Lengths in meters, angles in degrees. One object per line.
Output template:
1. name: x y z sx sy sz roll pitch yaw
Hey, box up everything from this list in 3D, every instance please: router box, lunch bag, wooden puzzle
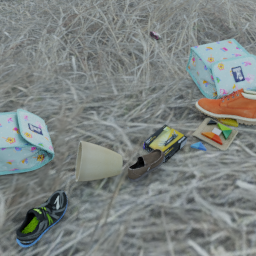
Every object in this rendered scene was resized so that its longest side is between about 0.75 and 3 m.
1. router box: 1.415 0.559 10.669 1.092 0.363 1.389 32 52 29
2. lunch bag: 4.503 -2.632 13.024 2.536 1.815 2.977 -14 50 -13
3. wooden puzzle: 3.506 0.166 11.168 1.551 0.269 2.299 21 48 21
4. lunch bag: -4.039 0.444 9.989 2.534 1.545 2.159 -7 39 -25

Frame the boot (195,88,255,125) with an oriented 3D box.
1. boot: 4.172 -1.085 11.595 2.613 1.401 0.980 11 32 12

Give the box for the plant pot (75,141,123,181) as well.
1. plant pot: -0.962 1.172 9.498 1.441 1.350 1.350 7 41 -17

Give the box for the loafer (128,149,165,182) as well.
1. loafer: 0.635 1.176 9.522 1.619 0.575 0.591 -37 38 -29

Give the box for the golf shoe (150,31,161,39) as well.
1. golf shoe: 1.699 -5.776 17.457 0.391 0.308 0.848 -18 51 -36

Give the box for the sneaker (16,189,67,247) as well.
1. sneaker: -2.479 2.568 8.234 0.682 0.797 1.924 25 49 22
